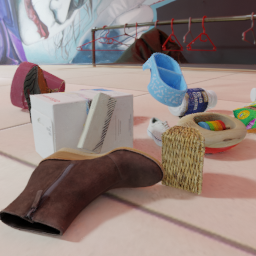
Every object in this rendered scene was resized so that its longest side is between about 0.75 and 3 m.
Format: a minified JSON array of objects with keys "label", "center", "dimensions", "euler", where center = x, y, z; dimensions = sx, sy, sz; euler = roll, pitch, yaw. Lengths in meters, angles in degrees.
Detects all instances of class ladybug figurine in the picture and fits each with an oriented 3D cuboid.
[{"label":"ladybug figurine","center":[2.281,0.168,7.863],"dimensions":[2.195,0.790,1.490],"euler":[-4,33,-21]}]

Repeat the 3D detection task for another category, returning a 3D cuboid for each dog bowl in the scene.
[{"label":"dog bowl","center":[1.213,-1.623,8.979],"dimensions":[1.250,0.556,2.242],"euler":[13,43,-21]}]

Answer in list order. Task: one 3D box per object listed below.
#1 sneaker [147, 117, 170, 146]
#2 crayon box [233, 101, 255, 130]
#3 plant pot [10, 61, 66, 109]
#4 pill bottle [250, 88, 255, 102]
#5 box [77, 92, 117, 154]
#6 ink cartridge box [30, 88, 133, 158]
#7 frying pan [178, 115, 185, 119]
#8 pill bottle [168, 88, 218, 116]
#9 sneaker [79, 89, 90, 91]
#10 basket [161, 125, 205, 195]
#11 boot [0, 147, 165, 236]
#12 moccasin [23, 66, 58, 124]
[{"label":"sneaker","center":[1.056,0.108,8.582],"dimensions":[0.665,0.644,1.820],"euler":[-7,18,-22]},{"label":"crayon box","center":[5.129,-0.671,10.025],"dimensions":[2.718,0.792,1.614],"euler":[-17,1,-44]},{"label":"plant pot","center":[-4.007,-1.776,12.852],"dimensions":[1.940,2.167,2.167],"euler":[15,17,-2]},{"label":"pill bottle","center":[7.153,-1.701,14.357],"dimensions":[1.482,0.858,0.858],"euler":[0,16,1]},{"label":"box","center":[-0.701,-0.101,6.317],"dimensions":[0.450,1.317,0.541],"euler":[20,-10,-19]},{"label":"ink cartridge box","center":[-1.223,-0.103,7.507],"dimensions":[2.259,1.634,1.663],"euler":[-11,19,-33]},{"label":"frying pan","center":[2.351,-0.457,11.413],"dimensions":[0.526,0.142,0.870],"euler":[8,16,22]},{"label":"pill bottle","center":[2.818,-1.158,12.048],"dimensions":[2.032,1.129,1.129],"euler":[-8,18,-28]},{"label":"sneaker","center":[-2.205,-1.921,15.686],"dimensions":[0.751,0.525,1.509],"euler":[8,18,23]},{"label":"basket","center":[1.272,0.615,5.848],"dimensions":[0.918,1.232,0.879],"euler":[8,18,33]},{"label":"boot","center":[-0.698,1.180,5.111],"dimensions":[2.519,0.911,2.095],"euler":[5,29,14]},{"label":"moccasin","center":[-3.210,-1.211,10.467],"dimensions":[1.012,0.959,2.622],"euler":[19,40,-52]}]
